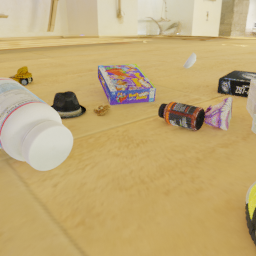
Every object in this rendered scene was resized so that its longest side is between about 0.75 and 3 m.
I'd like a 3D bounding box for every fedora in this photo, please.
[{"bbox_3d":[-2.123,-0.858,9.550,1.485,0.678,1.485,-1,22,0],"label":"fedora"}]

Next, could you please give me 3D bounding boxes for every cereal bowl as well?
[{"bbox_3d":[3.859,-4.089,17.226,0.436,1.047,1.047,36,26,-1],"label":"cereal bowl"}]

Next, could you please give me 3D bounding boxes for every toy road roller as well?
[{"bbox_3d":[-5.160,-2.521,13.422,1.123,0.819,0.690,2,22,5],"label":"toy road roller"}]

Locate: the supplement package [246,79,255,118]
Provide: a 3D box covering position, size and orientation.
[{"bbox_3d":[4.589,-0.869,9.024,1.096,1.088,1.445,4,23,10],"label":"supplement package"}]

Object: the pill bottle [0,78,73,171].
[{"bbox_3d":[-2.476,-0.123,6.559,2.598,1.413,1.413,32,37,34],"label":"pill bottle"}]

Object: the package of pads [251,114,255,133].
[{"bbox_3d":[4.525,0.063,7.343,1.487,0.657,1.925,-9,25,-18],"label":"package of pads"}]

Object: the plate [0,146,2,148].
[{"bbox_3d":[-3.938,0.180,7.555,1.682,0.272,1.678,-9,25,-22],"label":"plate"}]

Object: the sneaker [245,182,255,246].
[{"bbox_3d":[2.245,1.384,3.560,1.058,1.072,2.805,2,22,8],"label":"sneaker"}]

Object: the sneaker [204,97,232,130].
[{"bbox_3d":[2.815,-0.502,8.742,0.786,0.715,1.778,2,22,26],"label":"sneaker"}]

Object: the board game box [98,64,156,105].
[{"bbox_3d":[-0.145,-1.872,11.498,1.768,0.589,2.629,-6,34,-15],"label":"board game box"}]

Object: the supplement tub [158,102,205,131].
[{"bbox_3d":[1.573,-0.399,8.407,1.323,0.707,0.707,18,28,35],"label":"supplement tub"}]

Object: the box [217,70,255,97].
[{"bbox_3d":[5.657,-1.822,11.952,2.953,0.643,2.366,15,27,33],"label":"box"}]

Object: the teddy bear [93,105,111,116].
[{"bbox_3d":[-0.880,-0.659,9.619,0.582,0.268,0.803,6,23,19],"label":"teddy bear"}]
